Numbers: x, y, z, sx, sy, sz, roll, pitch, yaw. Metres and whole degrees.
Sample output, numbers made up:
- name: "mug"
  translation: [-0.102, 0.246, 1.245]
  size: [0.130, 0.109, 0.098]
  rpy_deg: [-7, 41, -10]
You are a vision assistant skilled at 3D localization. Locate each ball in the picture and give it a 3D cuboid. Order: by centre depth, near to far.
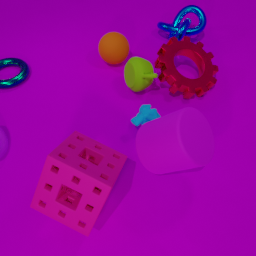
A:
- name: "ball"
  translation: [-0.458, -2.603, 9.140]
  size: [1.015, 1.015, 1.015]
  rpy_deg: [0, 51, 0]

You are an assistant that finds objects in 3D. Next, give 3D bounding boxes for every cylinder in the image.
- name: "cylinder"
  translation: [1.009, 0.309, 6.072]
  size: [1.236, 1.236, 1.236]
  rpy_deg: [16, 65, -38]

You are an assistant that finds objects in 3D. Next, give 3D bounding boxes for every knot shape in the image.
- name: "knot shape"
  translation: [1.827, -3.482, 9.826]
  size: [1.726, 0.797, 1.615]
  rpy_deg: [-7, 47, 30]

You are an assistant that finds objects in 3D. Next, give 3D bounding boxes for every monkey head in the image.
- name: "monkey head"
  translation: [0.476, -0.190, 7.371]
  size: [0.784, 0.657, 1.090]
  rpy_deg: [-34, 50, -16]

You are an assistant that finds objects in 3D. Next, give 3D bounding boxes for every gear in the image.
- name: "gear"
  translation: [1.781, -1.855, 8.484]
  size: [1.944, 0.360, 1.944]
  rpy_deg: [6, 69, -15]

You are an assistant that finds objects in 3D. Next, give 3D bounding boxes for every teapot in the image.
- name: "teapot"
  translation: [0.359, -1.618, 8.385]
  size: [0.799, 1.015, 1.633]
  rpy_deg: [-9, 18, -25]

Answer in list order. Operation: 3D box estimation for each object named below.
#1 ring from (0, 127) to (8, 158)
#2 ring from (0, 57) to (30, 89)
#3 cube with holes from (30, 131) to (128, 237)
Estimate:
- name: "ring"
  translation: [-3.499, 0.277, 6.918]
  size: [0.226, 1.132, 1.132]
  rpy_deg: [-32, 47, 26]
- name: "ring"
  translation: [-3.859, -1.779, 8.971]
  size: [1.378, 0.276, 1.378]
  rpy_deg: [0, 51, 0]
- name: "cube with holes"
  translation: [-0.931, 1.043, 5.577]
  size: [1.242, 1.242, 1.242]
  rpy_deg: [26, 23, 3]
